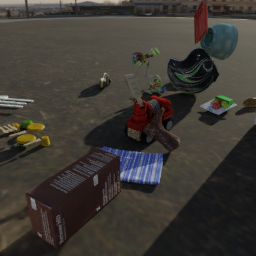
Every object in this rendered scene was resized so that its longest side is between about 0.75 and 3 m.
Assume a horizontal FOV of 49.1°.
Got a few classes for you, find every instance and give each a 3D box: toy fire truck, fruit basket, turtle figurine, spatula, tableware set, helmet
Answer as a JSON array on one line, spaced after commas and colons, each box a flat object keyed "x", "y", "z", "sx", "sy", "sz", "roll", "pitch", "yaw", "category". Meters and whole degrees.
[{"x": 0.610, "y": -0.773, "z": 9.416, "sx": 1.290, "sy": 2.005, "sz": 1.765, "roll": 23, "pitch": 35, "yaw": 36, "category": "toy fire truck"}, {"x": 3.702, "y": -0.893, "z": 11.485, "sx": 1.106, "sy": 0.518, "sz": 1.024, "roll": -31, "pitch": 38, "yaw": -21, "category": "fruit basket"}, {"x": 1.129, "y": -2.133, "z": 13.304, "sx": 1.279, "sy": 0.921, "sz": 1.241, "roll": 1, "pitch": 23, "yaw": -5, "category": "turtle figurine"}, {"x": -5.200, "y": -1.142, "z": 12.044, "sx": 1.975, "sy": 0.159, "sz": 1.373, "roll": 4, "pitch": 19, "yaw": 8, "category": "spatula"}, {"x": -3.351, "y": 0.208, "z": 9.458, "sx": 1.945, "sy": 0.298, "sz": 1.310, "roll": 22, "pitch": 31, "yaw": 38, "category": "tableware set"}, {"x": 2.891, "y": -2.581, "z": 12.903, "sx": 2.008, "sy": 2.106, "sz": 2.106, "roll": -33, "pitch": 25, "yaw": 12, "category": "helmet"}, {"x": 0.516, "y": -1.799, "z": 7.727, "sx": 0.591, "sy": 0.796, "sz": 0.821, "roll": 15, "pitch": 55, "yaw": -44, "category": "turtle figurine"}]

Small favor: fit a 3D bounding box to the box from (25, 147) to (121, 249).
[{"x": -1.072, "y": 1.408, "z": 6.173, "sx": 0.813, "sy": 1.087, "sz": 2.171, "roll": 18, "pitch": 33, "yaw": 32, "category": "box"}]

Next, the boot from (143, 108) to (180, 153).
[{"x": 1.233, "y": 0.066, "z": 8.800, "sx": 1.188, "sy": 0.382, "sz": 1.107, "roll": 35, "pitch": 75, "yaw": 10, "category": "boot"}]

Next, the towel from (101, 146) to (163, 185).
[{"x": -0.005, "y": 1.021, "z": 7.882, "sx": 1.902, "sy": 0.227, "sz": 1.377, "roll": 5, "pitch": 28, "yaw": 10, "category": "towel"}]

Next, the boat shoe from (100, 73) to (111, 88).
[{"x": -1.097, "y": -2.391, "z": 14.274, "sx": 0.504, "sy": 0.548, "sz": 1.533, "roll": 13, "pitch": 27, "yaw": 0, "category": "boat shoe"}]

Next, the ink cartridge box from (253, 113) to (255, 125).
[{"x": 5.749, "y": -1.268, "z": 9.419, "sx": 2.132, "sy": 2.922, "sz": 1.228, "roll": 23, "pitch": 32, "yaw": 37, "category": "ink cartridge box"}]

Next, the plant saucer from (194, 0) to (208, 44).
[{"x": 1.988, "y": -2.844, "z": 7.606, "sx": 0.159, "sy": 0.865, "sz": 0.867, "roll": 0, "pitch": -6, "yaw": -2, "category": "plant saucer"}]

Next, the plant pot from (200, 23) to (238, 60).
[{"x": 3.064, "y": -3.053, "z": 9.751, "sx": 0.830, "sy": 1.239, "sz": 1.239, "roll": 3, "pitch": 24, "yaw": -24, "category": "plant pot"}]

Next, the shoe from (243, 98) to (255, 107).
[{"x": 5.349, "y": -1.087, "z": 11.956, "sx": 1.181, "sy": 0.413, "sz": 0.315, "roll": -12, "pitch": -14, "yaw": -19, "category": "shoe"}]
